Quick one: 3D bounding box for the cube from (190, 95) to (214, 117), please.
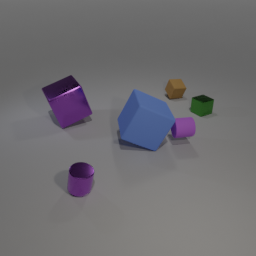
[{"bbox_3d":[3.308,-1.007,12.518,0.700,0.700,0.700,-16,32,-27],"label":"cube"}]

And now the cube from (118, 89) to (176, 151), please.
[{"bbox_3d":[0.597,-0.289,9.918,1.400,1.400,1.400,21,26,-20],"label":"cube"}]

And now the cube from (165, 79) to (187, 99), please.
[{"bbox_3d":[2.368,-1.958,13.979,0.700,0.700,0.700,-5,52,-22],"label":"cube"}]

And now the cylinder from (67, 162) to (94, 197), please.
[{"bbox_3d":[-1.336,1.443,7.893,0.700,0.700,0.700,9,33,-6],"label":"cylinder"}]

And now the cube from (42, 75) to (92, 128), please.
[{"bbox_3d":[-2.517,-1.107,11.564,1.400,1.400,1.400,-28,37,-12],"label":"cube"}]

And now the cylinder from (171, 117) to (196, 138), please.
[{"bbox_3d":[1.954,-0.019,9.985,0.700,0.700,0.700,-5,29,-8],"label":"cylinder"}]
